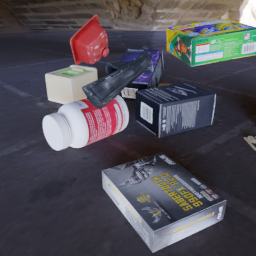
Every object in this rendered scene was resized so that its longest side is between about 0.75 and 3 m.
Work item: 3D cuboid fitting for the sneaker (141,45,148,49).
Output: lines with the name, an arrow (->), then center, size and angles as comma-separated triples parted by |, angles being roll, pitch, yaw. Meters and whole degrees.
sneaker -> 1.210, -3.659, 16.704 | 1.174, 2.721, 1.056 | 24, 56, 22

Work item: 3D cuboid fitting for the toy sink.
toy sink -> -2.747, -2.472, 15.242 | 1.849, 1.589, 2.837 | 16, 29, 30

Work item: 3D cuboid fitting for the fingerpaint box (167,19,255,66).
fingerpaint box -> 2.780, -2.958, 9.406 | 2.427, 0.890, 2.025 | -11, 31, -10

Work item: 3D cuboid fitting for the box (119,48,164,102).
box -> 0.549, -2.830, 14.941 | 2.108, 1.486, 2.849 | 8, 52, 18

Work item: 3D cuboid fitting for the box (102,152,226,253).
box -> 0.802, 1.707, 7.340 | 2.112, 0.645, 2.667 | -12, 27, -25

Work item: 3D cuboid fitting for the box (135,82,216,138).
box -> 1.962, -0.870, 11.938 | 2.783, 1.452, 2.060 | -12, 27, -23

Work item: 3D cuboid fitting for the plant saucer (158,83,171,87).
plant saucer -> 1.960, -2.201, 16.174 | 1.827, 0.323, 1.827 | 0, 25, 0

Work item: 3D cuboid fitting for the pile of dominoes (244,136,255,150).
pile of dominoes -> 4.806, 0.584, 10.499 | 0.663, 0.135, 0.850 | -4, 33, -9

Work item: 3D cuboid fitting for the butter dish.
butter dish -> -1.160, -2.891, 9.885 | 1.099, 1.482, 1.486 | 34, 70, 12

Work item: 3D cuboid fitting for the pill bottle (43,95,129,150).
pill bottle -> -1.523, -0.252, 10.375 | 1.659, 1.659, 2.955 | 23, 33, 40

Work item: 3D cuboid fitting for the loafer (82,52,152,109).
loafer -> -0.243, -1.495, 7.720 | 2.378, 0.835, 0.807 | -44, 12, -25
